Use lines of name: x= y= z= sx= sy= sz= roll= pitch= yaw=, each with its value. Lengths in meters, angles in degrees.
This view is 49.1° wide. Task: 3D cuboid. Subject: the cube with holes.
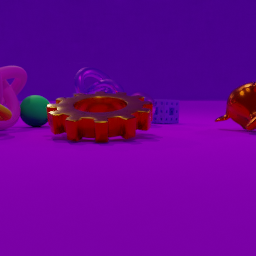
cube with holes: x=1.106 y=-0.526 z=8.809 sx=0.711 sy=0.711 sz=0.711 roll=-2 pitch=6 yaw=-42

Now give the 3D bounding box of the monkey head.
monkey head: x=2.744 y=-0.479 z=6.442 sx=1.029 sy=1.707 sz=1.228 roll=44 pitch=36 yaw=14

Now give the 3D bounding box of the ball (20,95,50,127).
ball: x=-2.491 y=-0.453 z=7.565 sx=0.851 sy=0.851 sz=0.851 roll=0 pitch=6 yaw=0

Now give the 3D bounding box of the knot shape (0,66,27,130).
knot shape: x=-3.232 y=-1.080 z=6.833 sx=0.910 sy=1.843 sz=1.969 roll=-1 pitch=40 yaw=6

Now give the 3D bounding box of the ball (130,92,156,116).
ball: x=0.349 y=-0.574 z=7.980 sx=0.894 sy=0.894 sz=0.894 roll=0 pitch=6 yaw=0

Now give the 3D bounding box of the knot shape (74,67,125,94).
knot shape: x=-0.916 y=-0.971 z=8.968 sx=1.905 sy=2.036 sz=0.941 roll=18 pitch=-17 yaw=20

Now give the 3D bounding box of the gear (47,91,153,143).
gear: x=-0.556 y=-0.310 z=5.753 sx=2.096 sy=0.388 sz=2.096 roll=0 pitch=22 yaw=0

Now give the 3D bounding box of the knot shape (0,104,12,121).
knot shape: x=-3.098 y=-0.349 z=5.528 sx=1.207 sy=1.290 sz=0.596 roll=-31 pitch=47 yaw=2
